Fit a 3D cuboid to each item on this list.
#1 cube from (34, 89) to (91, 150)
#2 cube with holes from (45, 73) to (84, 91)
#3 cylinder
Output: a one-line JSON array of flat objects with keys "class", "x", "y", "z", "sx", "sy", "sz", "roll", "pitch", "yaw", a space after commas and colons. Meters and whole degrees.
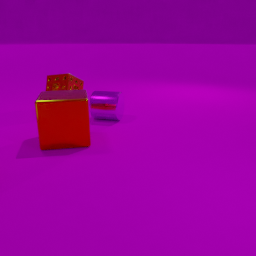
[{"class": "cube", "x": -1.715, "y": -0.269, "z": 7.581, "sx": 1.292, "sy": 1.292, "sz": 1.292, "roll": -4, "pitch": 19, "yaw": -10}, {"class": "cube with holes", "x": -2.409, "y": -1.416, "z": 10.670, "sx": 1.002, "sy": 1.002, "sz": 1.002, "roll": 0, "pitch": -7, "yaw": 24}, {"class": "cylinder", "x": -0.703, "y": -0.772, "z": 9.596, "sx": 0.970, "sy": 0.970, "sz": 0.970, "roll": 4, "pitch": 19, "yaw": 13}]
